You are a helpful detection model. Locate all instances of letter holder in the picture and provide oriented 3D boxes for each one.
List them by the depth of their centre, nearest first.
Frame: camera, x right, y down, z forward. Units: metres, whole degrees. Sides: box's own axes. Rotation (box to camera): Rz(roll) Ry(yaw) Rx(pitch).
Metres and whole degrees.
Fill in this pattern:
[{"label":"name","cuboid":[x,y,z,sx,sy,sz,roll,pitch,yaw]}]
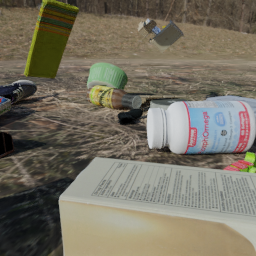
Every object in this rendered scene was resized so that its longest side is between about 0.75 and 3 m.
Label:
[{"label":"letter holder","cuboid":[-3.474,0.221,6.832,1.145,0.814,0.576,6,18,20]}]

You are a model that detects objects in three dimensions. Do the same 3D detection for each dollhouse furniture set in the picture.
[{"label":"dollhouse furniture set","cuboid":[1.097,-3.591,9.735,1.377,0.952,1.459,33,35,-32]}]

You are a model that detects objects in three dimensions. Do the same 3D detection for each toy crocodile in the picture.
[{"label":"toy crocodile","cuboid":[2.106,0.852,5.397,1.433,0.442,0.484,-15,22,-39]}]

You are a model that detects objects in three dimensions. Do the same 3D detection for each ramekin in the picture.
[{"label":"ramekin","cuboid":[-0.986,-2.069,12.853,1.829,0.893,1.829,13,-23,6]}]

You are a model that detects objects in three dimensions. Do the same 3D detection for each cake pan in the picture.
[{"label":"cake pan","cuboid":[1.736,-0.909,11.358,1.877,0.344,1.877,0,17,0]}]

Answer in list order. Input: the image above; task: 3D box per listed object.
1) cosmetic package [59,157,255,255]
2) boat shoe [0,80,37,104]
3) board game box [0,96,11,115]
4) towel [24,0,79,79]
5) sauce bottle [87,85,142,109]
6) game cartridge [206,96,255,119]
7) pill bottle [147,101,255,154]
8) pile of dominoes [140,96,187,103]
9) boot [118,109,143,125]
[{"label":"cosmetic package","cuboid":[0.557,1.130,3.665,2.546,0.905,1.339,4,17,14]},{"label":"boat shoe","cuboid":[-5.086,-1.483,12.573,2.584,0.965,1.198,-20,37,-41]},{"label":"board game box","cuboid":[-5.292,-0.637,9.150,1.638,0.449,2.594,20,24,3]},{"label":"towel","cuboid":[-2.394,-2.625,8.666,1.102,2.562,0.231,0,44,-38]},{"label":"sauce bottle","cuboid":[-0.597,-1.239,11.508,2.709,0.877,0.877,13,21,43]},{"label":"game cartridge","cuboid":[4.413,-0.772,10.699,1.787,0.542,2.680,-12,20,-24]},{"label":"pill bottle","cuboid":[1.697,-0.011,6.812,2.363,1.285,1.285,-2,17,-4]},{"label":"pile of dominoes","cuboid":[0.986,-1.204,12.387,2.540,0.404,1.980,-2,5,-23]},{"label":"boot","cuboid":[0.088,-0.381,9.591,0.984,0.364,0.806,-9,16,-5]}]
